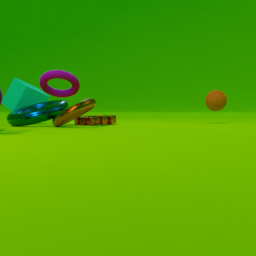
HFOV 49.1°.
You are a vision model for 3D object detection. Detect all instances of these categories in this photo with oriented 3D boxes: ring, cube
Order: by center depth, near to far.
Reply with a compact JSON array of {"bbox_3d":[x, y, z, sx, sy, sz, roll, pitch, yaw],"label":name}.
[{"bbox_3d":[-1.818,-1.161,7.462,1.061,0.212,1.061,-2,-28,-1],"label":"ring"},{"bbox_3d":[-1.594,-0.466,8.358,1.452,0.290,1.452,-29,3,2],"label":"ring"},{"bbox_3d":[-2.902,-0.512,9.092,1.977,0.395,1.977,-11,16,3],"label":"ring"},{"bbox_3d":[-3.794,-1.053,10.398,1.070,1.070,1.070,31,4,40],"label":"cube"}]

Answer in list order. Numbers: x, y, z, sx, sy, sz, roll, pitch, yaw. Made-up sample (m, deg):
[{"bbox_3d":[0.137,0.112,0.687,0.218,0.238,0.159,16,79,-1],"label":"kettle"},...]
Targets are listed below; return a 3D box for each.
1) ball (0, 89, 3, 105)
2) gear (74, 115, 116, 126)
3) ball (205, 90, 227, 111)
[{"bbox_3d":[-2.850,-0.617,5.483,0.717,0.717,0.717,0,3,0],"label":"ball"},{"bbox_3d":[-1.135,-0.281,9.734,1.433,0.265,1.433,-2,5,0],"label":"gear"},{"bbox_3d":[3.371,-1.047,10.741,0.808,0.808,0.808,0,3,0],"label":"ball"}]
